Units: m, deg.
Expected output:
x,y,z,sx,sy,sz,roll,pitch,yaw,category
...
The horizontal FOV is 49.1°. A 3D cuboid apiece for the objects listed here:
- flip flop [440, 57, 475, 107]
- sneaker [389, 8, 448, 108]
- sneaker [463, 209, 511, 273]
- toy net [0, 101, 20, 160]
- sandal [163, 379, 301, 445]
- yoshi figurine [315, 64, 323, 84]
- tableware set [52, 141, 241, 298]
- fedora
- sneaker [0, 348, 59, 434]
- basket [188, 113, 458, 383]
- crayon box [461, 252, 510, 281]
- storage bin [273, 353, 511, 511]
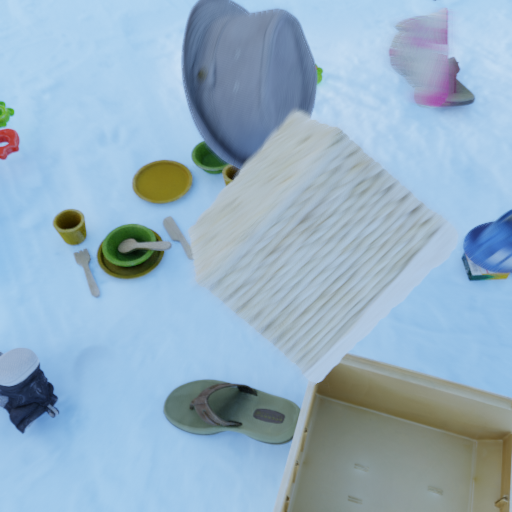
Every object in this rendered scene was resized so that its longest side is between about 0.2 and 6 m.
x,y,z,sx,sy,sz,roll,pitch,yaw,category
4.173,-4.306,12.806,1.064,0.756,2.624,-6,53,-4,flip flop
1.930,-2.315,6.690,0.685,0.632,1.553,0,51,19,sneaker
3.179,-0.257,6.746,0.774,2.093,0.861,-42,104,-7,sneaker
-5.516,-1.244,10.556,2.211,0.814,4.215,-11,56,-11,toy net
-0.375,2.089,7.889,2.134,0.609,0.848,-1,50,26,sandal
1.182,-4.275,13.056,0.563,0.565,1.006,8,22,-46,yoshi figurine
-1.775,-0.980,10.428,3.837,0.589,2.585,-24,56,-16,tableware set
0.092,-2.740,8.558,1.242,2.434,2.752,-2,78,41,fedora
-3.634,1.954,8.108,2.045,1.164,0.772,-7,27,39,sneaker
0.583,-0.249,6.315,2.190,1.761,2.170,-46,19,7,basket
4.074,0.167,9.800,0.804,0.207,0.506,-3,53,-1,crayon box
1.779,3.031,6.931,2.897,1.367,2.918,14,54,11,storage bin
